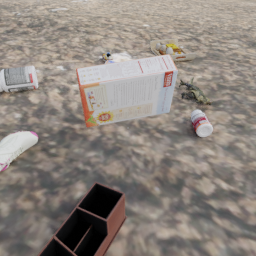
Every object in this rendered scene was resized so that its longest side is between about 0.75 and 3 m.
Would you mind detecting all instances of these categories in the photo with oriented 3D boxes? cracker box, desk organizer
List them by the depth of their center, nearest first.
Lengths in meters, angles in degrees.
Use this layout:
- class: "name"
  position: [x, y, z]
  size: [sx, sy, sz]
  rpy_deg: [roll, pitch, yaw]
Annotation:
- class: "cracker box"
  position: [-0.027, -0.759, 5.929]
  size: [1.950, 1.306, 0.563]
  rpy_deg: [-10, 54, -9]
- class: "desk organizer"
  position: [-1.138, 2.850, 7.079]
  size: [1.054, 1.131, 2.938]
  rpy_deg: [17, 41, 21]

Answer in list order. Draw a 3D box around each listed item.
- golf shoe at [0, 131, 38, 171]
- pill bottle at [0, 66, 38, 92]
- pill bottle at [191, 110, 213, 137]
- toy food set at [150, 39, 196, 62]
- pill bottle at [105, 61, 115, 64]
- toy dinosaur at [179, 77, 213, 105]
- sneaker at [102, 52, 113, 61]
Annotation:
- class: "golf shoe"
  position: [-4.312, 0.974, 9.864]
  size: [2.549, 0.960, 1.167]
  rpy_deg: [-25, 58, -24]
- class: "pill bottle"
  position: [-5.590, -2.396, 13.879]
  size: [2.014, 1.147, 1.147]
  rpy_deg: [-9, 39, -12]
- class: "pill bottle"
  position: [2.971, -0.218, 11.458]
  size: [0.660, 0.660, 1.169]
  rpy_deg: [-3, 37, -4]
- class: "toy food set"
  position: [2.736, -4.935, 17.433]
  size: [1.972, 0.830, 2.748]
  rpy_deg: [-10, 39, -13]
- class: "pill bottle"
  position: [-0.667, -3.340, 15.527]
  size: [1.158, 0.649, 0.649]
  rpy_deg: [14, 40, 15]
- class: "toy dinosaur"
  position: [3.110, -1.811, 13.573]
  size: [1.217, 0.655, 2.761]
  rpy_deg: [6, 35, -17]
- class: "sneaker"
  position: [-1.187, -4.268, 16.710]
  size: [0.549, 0.660, 1.464]
  rpy_deg: [-14, 40, -17]
